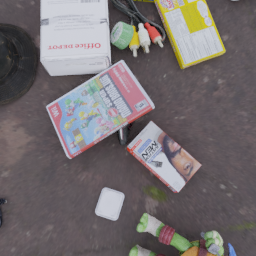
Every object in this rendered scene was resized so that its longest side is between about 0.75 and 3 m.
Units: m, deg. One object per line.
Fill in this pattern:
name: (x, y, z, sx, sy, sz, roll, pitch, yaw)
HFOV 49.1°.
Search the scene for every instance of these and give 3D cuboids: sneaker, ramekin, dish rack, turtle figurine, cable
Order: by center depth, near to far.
turtle figurine: (1.355, 3.359, 6.727, 2.824, 2.096, 2.912, 16, 34, 21)
dish rack: (-0.533, 2.215, 8.176, 0.709, 0.180, 0.826, 17, 76, 5)
sneaker: (0.179, -0.393, 8.541, 1.070, 0.701, 1.853, -2, 76, -3)
ramekin: (-0.224, -3.007, 9.046, 0.401, 0.820, 0.820, 17, 74, -35)
cable: (0.359, -3.652, 9.286, 1.355, 0.702, 2.790, -19, 78, -6)

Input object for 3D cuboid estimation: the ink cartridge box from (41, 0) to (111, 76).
ink cartridge box: (-1.628, -3.187, 8.934, 2.047, 1.192, 2.811, -3, 75, -1)

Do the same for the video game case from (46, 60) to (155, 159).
video game case: (-0.901, -0.622, 8.316, 2.824, 0.246, 2.019, -32, 60, 1)

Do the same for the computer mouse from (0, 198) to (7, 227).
computer mouse: (-3.816, 2.543, 8.085, 0.645, 0.245, 0.931, -11, 65, -1)

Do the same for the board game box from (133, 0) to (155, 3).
board game box: (0.913, -4.975, 9.774, 1.361, 0.386, 1.125, 5, 78, 1)

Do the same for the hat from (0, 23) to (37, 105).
hat: (-4.324, -2.240, 8.712, 3.005, 1.212, 3.005, 0, 76, -1)

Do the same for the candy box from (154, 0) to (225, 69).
candy box: (1.935, -3.584, 9.219, 1.532, 0.396, 2.997, -20, 87, -2)

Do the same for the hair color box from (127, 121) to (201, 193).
hair color box: (1.032, 0.850, 8.272, 1.943, 0.621, 1.078, 41, 79, 8)
